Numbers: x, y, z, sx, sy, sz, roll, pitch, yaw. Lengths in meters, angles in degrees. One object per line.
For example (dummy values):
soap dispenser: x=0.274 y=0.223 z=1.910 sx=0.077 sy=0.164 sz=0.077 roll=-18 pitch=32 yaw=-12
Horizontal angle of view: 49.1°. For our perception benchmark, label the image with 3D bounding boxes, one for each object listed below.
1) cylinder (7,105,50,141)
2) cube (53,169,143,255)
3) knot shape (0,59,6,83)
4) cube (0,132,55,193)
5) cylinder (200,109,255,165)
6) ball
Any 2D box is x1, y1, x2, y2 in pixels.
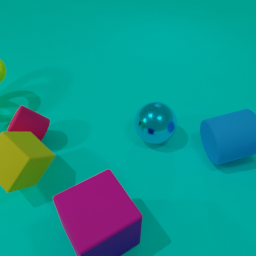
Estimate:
cylinder: x=-2.361 y=-0.048 z=6.661 sx=0.741 sy=0.741 sz=0.741 roll=29 pitch=41 yaw=-25
cube: x=-0.523 y=1.667 z=5.017 sx=1.128 sy=1.128 sz=1.128 roll=-24 pitch=51 yaw=-22
knot shape: x=-4.072 y=-1.052 z=6.948 sx=1.955 sy=0.903 sz=1.829 roll=-33 pitch=20 yaw=10
cube: x=-2.227 y=0.662 z=5.766 sx=0.857 sy=0.857 sz=0.857 roll=39 pitch=102 yaw=16
cylinder: x=2.336 y=0.196 z=6.374 sx=1.058 sy=1.058 sz=1.058 roll=-15 pitch=48 yaw=-3
ball: x=0.667 y=-0.125 z=6.790 sx=1.036 sy=1.036 sz=1.036 roll=0 pitch=47 yaw=0
